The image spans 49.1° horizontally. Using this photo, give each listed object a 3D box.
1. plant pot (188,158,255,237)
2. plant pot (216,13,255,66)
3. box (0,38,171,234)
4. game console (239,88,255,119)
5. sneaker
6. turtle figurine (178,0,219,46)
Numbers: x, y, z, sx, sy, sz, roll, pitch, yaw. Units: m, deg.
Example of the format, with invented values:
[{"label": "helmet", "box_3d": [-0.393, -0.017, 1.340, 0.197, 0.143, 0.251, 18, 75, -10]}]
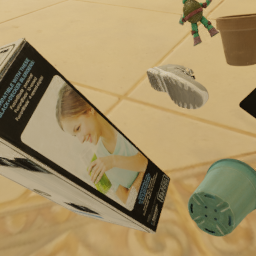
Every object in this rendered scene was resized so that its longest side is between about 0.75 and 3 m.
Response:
[{"label": "plant pot", "box_3d": [1.182, 0.888, 3.503, 0.791, 0.791, 0.775, 28, 34, 31]}, {"label": "plant pot", "box_3d": [2.075, -1.583, 5.025, 0.973, 0.848, 0.973, -6, 23, 2]}, {"label": "box", "box_3d": [-0.654, 0.268, 2.673, 1.256, 2.154, 0.648, 0, 57, 37]}, {"label": "game console", "box_3d": [2.723, -0.567, 5.338, 0.914, 0.532, 0.804, 34, 66, -9]}, {"label": "sneaker", "box_3d": [1.183, -1.106, 6.264, 0.846, 0.771, 2.064, -29, 35, -9]}, {"label": "turtle figurine", "box_3d": [1.926, -3.269, 8.076, 1.196, 1.598, 0.805, -21, 7, 40]}]
